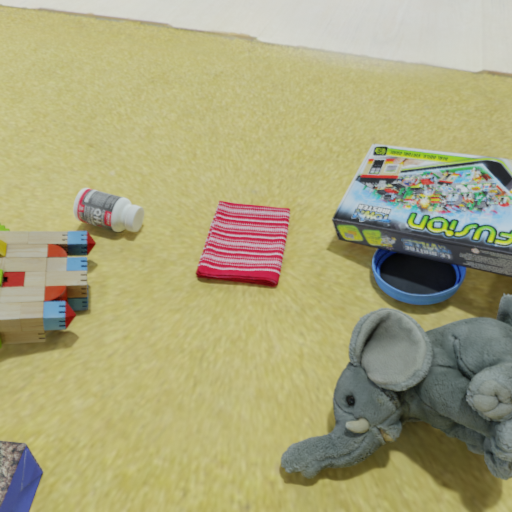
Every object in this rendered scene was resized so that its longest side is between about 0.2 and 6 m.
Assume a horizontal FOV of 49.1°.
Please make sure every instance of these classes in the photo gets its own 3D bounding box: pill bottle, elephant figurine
[{"bbox_3d":[-2.695,-0.813,10.325,1.169,0.647,0.647,15,47,11],"label":"pill bottle"},{"bbox_3d":[1.904,1.664,7.247,2.818,1.994,2.186,2,14,23],"label":"elephant figurine"}]

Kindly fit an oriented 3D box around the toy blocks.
[{"bbox_3d":[-3.411,0.451,8.907,1.668,1.219,2.440,0,46,-16],"label":"toy blocks"}]

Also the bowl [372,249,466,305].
[{"bbox_3d":[2.732,0.233,9.451,1.516,0.298,1.516,-5,41,4],"label":"bowl"}]

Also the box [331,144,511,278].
[{"bbox_3d":[3.301,-0.822,9.386,3.566,0.619,1.962,14,59,31],"label":"box"}]

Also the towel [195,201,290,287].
[{"bbox_3d":[-0.191,-0.274,10.118,1.456,0.226,2.013,7,46,5],"label":"towel"}]

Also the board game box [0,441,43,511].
[{"bbox_3d":[-3.675,2.922,6.508,1.783,0.864,1.422,4,46,3],"label":"board game box"}]
